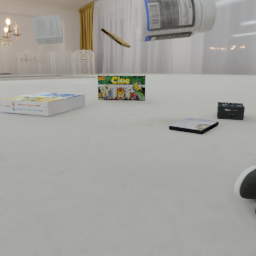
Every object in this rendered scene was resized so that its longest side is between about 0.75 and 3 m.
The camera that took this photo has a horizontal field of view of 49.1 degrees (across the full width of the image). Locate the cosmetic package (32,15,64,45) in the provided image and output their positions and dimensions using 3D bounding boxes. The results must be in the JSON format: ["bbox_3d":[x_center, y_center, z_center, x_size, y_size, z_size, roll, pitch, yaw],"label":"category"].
[{"bbox_3d":[-3.217,-3.949,11.343,1.053,0.881,0.876,-7,3,-8],"label":"cosmetic package"}]

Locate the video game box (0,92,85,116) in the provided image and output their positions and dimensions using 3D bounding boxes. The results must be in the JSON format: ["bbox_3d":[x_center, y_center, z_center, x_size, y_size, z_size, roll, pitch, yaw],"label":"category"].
[{"bbox_3d":[-3.751,-1.139,12.597,2.605,0.669,2.859,3,13,22],"label":"video game box"}]

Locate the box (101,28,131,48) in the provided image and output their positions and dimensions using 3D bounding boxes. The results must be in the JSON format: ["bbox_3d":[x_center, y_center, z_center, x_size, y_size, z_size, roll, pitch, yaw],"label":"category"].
[{"bbox_3d":[-0.486,-3.742,11.703,1.068,0.139,1.306,38,19,6],"label":"box"}]

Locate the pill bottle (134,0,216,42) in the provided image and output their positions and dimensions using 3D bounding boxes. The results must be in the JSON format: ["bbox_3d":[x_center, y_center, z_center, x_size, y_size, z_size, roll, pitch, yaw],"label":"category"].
[{"bbox_3d":[1.164,-2.842,7.146,1.911,1.087,1.087,-7,14,-7],"label":"pill bottle"}]

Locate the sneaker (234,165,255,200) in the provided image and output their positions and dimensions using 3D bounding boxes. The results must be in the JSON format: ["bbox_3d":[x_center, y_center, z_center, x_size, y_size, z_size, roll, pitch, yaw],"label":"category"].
[{"bbox_3d":[2.389,0.900,4.324,1.486,0.525,0.737,-2,8,-25],"label":"sneaker"}]

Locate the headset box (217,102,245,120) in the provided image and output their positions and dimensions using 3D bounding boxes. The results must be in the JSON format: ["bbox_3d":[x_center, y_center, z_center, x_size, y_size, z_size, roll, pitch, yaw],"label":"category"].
[{"bbox_3d":[3.981,-0.669,10.906,0.963,0.513,1.106,4,14,15],"label":"headset box"}]

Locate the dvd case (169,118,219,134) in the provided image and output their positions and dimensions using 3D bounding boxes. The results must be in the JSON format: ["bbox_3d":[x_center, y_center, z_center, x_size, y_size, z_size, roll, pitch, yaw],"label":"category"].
[{"bbox_3d":[2.213,-0.089,9.300,1.131,0.139,1.585,9,16,34],"label":"dvd case"}]

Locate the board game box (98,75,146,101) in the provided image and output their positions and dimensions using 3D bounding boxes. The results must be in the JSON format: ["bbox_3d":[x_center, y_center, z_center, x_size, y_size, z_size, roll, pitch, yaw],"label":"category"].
[{"bbox_3d":[-0.356,-2.225,15.540,2.653,1.390,0.311,1,12,7],"label":"board game box"}]
